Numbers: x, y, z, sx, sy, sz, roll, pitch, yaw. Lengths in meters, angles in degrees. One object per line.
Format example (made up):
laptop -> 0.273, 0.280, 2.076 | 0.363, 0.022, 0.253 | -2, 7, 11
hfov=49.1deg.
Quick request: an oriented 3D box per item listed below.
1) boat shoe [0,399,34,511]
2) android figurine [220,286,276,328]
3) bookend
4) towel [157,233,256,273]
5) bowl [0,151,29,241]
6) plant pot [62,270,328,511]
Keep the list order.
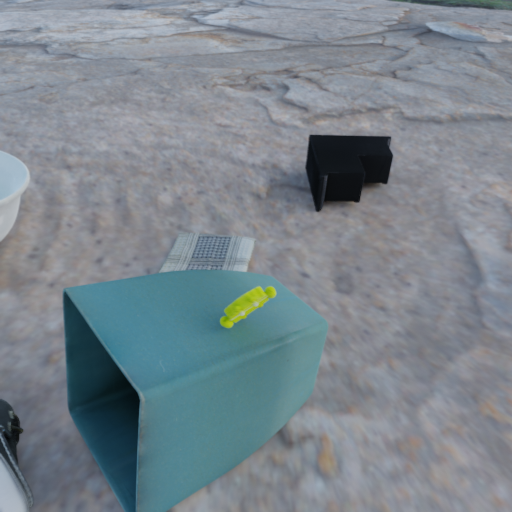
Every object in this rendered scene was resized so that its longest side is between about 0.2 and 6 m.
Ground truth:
boat shoe -> -3.309, 2.037, 6.715 | 0.804, 0.975, 2.840 | -19, 41, -42
android figurine -> -0.092, 0.533, 5.975 | 0.684, 0.751, 0.154 | -34, 79, -3
bookend -> 2.162, -1.832, 12.251 | 1.924, 0.886, 1.911 | 0, 38, -4
towel -> -0.887, 0.062, 10.092 | 1.571, 0.282, 1.631 | 6, 36, 8
bowl -> -5.841, -0.692, 9.755 | 3.640, 1.636, 3.640 | 6, 29, -3
plant pot -> -0.609, 1.359, 6.894 | 2.813, 1.987, 1.988 | -14, 37, -34
